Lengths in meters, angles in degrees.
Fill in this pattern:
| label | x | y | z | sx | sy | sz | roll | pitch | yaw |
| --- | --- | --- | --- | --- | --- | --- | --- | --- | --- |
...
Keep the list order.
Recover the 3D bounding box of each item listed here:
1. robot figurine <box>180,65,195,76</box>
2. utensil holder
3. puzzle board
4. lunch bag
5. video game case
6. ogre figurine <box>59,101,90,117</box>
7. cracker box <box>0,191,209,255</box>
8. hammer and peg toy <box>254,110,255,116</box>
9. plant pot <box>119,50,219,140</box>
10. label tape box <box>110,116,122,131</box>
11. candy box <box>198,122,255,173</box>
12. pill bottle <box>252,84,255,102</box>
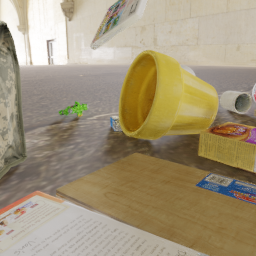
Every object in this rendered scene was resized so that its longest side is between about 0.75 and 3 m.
| label | x | y | z | sx | sy | sz | roll | pitch | yaw |
| --- | --- | --- | --- | --- | --- | --- | --- | --- | --- |
| robot figurine | 2.411 | -2.109 | 13.111 | 2.362 | 1.573 | 2.786 | 20 | 19 | 5 |
| utensil holder | 4.092 | -1.015 | 10.692 | 0.800 | 0.800 | 0.941 | -4 | 15 | -16 |
| puzzle board | 0.647 | 1.065 | 4.300 | 2.853 | 0.248 | 2.150 | 12 | 19 | 36 |
| lunch bag | -3.339 | -0.564 | 5.118 | 2.390 | 2.914 | 1.713 | 3 | 15 | 6 |
| video game case | -0.194 | -4.153 | 10.085 | 2.324 | 0.303 | 2.554 | -20 | 42 | 41 |
| ogre figurine | -1.851 | -0.671 | 9.961 | 1.100 | 0.540 | 0.660 | 4 | -1 | -32 |
| cracker box | -0.495 | 1.411 | 2.140 | 2.458 | 0.709 | 1.647 | 9 | 18 | 32 |
| hammer and peg toy | 5.346 | -0.292 | 7.625 | 2.925 | 1.031 | 2.151 | -3 | 16 | -11 |
| plant pot | 1.120 | -0.704 | 7.485 | 2.100 | 2.232 | 2.232 | 11 | 10 | -24 |
| label tape box | 0.031 | -0.166 | 8.505 | 1.024 | 0.324 | 0.739 | -5 | 16 | -15 |
| candy box | 2.778 | 0.445 | 5.771 | 1.314 | 0.636 | 2.252 | -13 | 22 | -43 |
| pill bottle | 5.552 | -1.168 | 10.231 | 1.309 | 1.309 | 2.332 | 2 | 15 | 6 |
